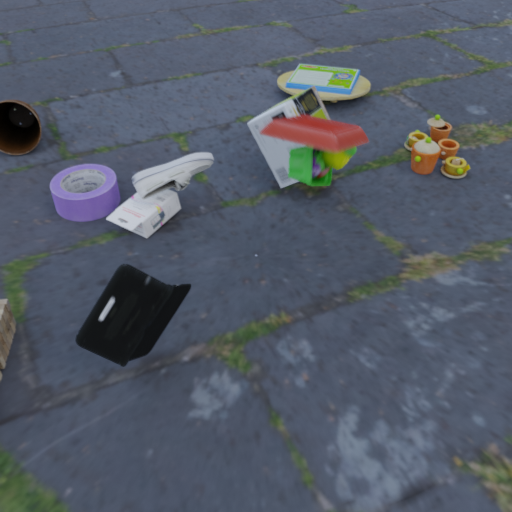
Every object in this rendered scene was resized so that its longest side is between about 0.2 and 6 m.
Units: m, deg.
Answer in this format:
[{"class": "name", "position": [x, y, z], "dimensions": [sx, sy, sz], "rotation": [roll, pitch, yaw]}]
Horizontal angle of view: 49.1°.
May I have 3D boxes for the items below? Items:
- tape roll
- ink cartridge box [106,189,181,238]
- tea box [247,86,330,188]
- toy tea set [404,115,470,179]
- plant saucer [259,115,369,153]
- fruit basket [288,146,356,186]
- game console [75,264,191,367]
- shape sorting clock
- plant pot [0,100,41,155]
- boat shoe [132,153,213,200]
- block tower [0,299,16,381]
[{"class": "tape roll", "position": [-3.688, -1.383, 12.132], "dimensions": [1.386, 0.589, 1.386], "rotation": [1, 41, -1]}, {"class": "ink cartridge box", "position": [-2.321, -0.877, 11.586], "dimensions": [0.804, 0.462, 1.374], "rotation": [23, 51, 28]}, {"class": "tea box", "position": [0.919, -2.630, 12.365], "dimensions": [1.084, 1.622, 1.596], "rotation": [-16, 18, 40]}, {"class": "toy tea set", "position": [4.328, -2.781, 13.534], "dimensions": [1.363, 0.848, 2.293], "rotation": [2, 41, 2]}, {"class": "plant saucer", "position": [0.960, -1.994, 8.926], "dimensions": [1.360, 0.250, 1.357], "rotation": [20, 27, 26]}, {"class": "fruit basket", "position": [1.212, -1.630, 9.742], "dimensions": [1.151, 0.830, 1.151], "rotation": [3, 10, -1]}, {"class": "game console", "position": [-1.817, 0.855, 8.447], "dimensions": [1.249, 1.420, 0.826], "rotation": [30, 9, -18]}, {"class": "shape sorting clock", "position": [1.959, -4.987, 16.309], "dimensions": [2.690, 0.528, 2.690], "rotation": [0, 38, 0]}, {"class": "plant pot", "position": [-5.993, -3.375, 14.051], "dimensions": [1.311, 1.311, 1.402], "rotation": [-8, 29, -9]}, {"class": "boat shoe", "position": [-1.630, -1.617, 11.457], "dimensions": [1.738, 0.625, 0.571], "rotation": [-20, 81, -20]}, {"class": "block tower", "position": [-4.288, 1.671, 8.562], "dimensions": [0.706, 0.659, 2.442], "rotation": [-5, 42, -7]}]
